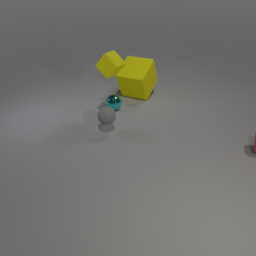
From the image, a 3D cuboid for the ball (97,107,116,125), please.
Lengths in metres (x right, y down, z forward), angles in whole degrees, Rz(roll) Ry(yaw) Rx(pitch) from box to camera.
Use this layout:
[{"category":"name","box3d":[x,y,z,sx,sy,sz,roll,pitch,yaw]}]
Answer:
[{"category":"ball","box3d":[-0.805,-0.462,10.606,0.700,0.700,0.700,0,31,0]}]

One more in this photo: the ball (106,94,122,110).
[{"category":"ball","box3d":[-0.631,-1.138,12.422,0.700,0.700,0.700,0,31,0]}]

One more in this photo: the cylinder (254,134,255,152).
[{"category":"cylinder","box3d":[4.581,0.480,9.233,0.700,0.700,0.700,4,30,20]}]

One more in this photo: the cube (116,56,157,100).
[{"category":"cube","box3d":[0.445,-2.401,13.430,1.400,1.400,1.400,14,59,24]}]

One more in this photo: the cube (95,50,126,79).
[{"category":"cube","box3d":[-0.660,-2.414,10.672,0.700,0.700,0.700,48,36,1]}]
